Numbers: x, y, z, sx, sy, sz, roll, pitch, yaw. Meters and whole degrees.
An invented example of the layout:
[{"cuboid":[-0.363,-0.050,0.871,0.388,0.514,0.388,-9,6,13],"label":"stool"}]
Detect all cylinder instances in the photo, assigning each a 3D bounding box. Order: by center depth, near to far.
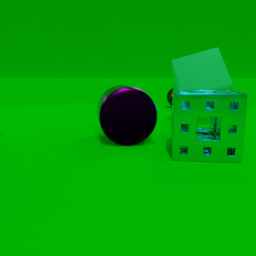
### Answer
[{"cuboid":[-0.060,-0.297,5.671,1.095,1.095,1.095,-2,11,-8],"label":"cylinder"}]

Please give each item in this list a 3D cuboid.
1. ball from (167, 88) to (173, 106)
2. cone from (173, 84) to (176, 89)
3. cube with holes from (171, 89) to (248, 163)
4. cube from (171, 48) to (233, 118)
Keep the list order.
[{"cuboid":[1.939,-1.235,11.205,0.787,0.787,0.787,0,11,0],"label":"ball"},{"cuboid":[2.377,-1.036,9.944,1.278,1.278,1.283,-7,56,-4],"label":"cone"},{"cuboid":[1.284,-0.091,4.737,1.053,1.053,1.053,1,11,7],"label":"cube with holes"},{"cuboid":[2.006,-1.161,7.703,1.287,1.287,1.287,-14,-29,9],"label":"cube"}]
